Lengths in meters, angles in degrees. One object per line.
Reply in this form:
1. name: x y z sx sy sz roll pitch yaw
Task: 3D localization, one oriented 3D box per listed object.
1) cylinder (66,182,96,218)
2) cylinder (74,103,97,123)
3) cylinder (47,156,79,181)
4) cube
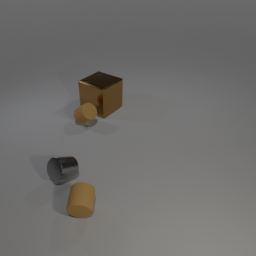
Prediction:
1. cylinder: -1.265 1.952 7.593 0.700 0.700 0.700 1 44 1
2. cylinder: -1.727 -0.599 11.324 0.700 0.700 0.700 -16 13 48
3. cylinder: -2.006 1.227 8.615 0.700 0.700 0.700 26 13 34
4. cube: -1.190 -1.512 12.458 1.400 1.400 1.400 22 39 27
